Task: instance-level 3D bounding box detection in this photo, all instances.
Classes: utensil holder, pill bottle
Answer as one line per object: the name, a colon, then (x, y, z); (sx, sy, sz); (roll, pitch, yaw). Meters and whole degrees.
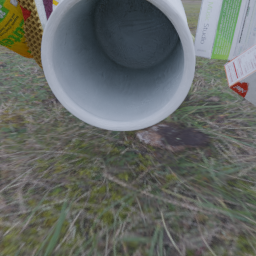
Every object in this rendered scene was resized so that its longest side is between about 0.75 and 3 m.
utensil holder: (0.027, -1.640, 5.382); (2.370, 2.370, 2.789); (5, 32, 8)
pill bottle: (-2.623, -2.661, 7.027); (1.548, 1.548, 2.788); (20, -1, 30)

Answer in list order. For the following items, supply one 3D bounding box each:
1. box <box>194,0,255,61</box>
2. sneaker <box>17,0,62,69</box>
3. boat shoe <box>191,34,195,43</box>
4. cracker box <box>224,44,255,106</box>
box: (2.557, -2.435, 5.928); (2.795, 2.017, 0.508); (-8, 24, -41)
sneaker: (-1.614, -2.509, 6.126); (1.067, 2.847, 1.283); (32, 52, 32)
boat shoe: (1.128, -2.878, 7.939); (1.865, 0.684, 0.585); (42, 13, 26)
cracker box: (2.368, -0.900, 3.776); (1.139, 1.700, 0.490); (24, 51, -30)
